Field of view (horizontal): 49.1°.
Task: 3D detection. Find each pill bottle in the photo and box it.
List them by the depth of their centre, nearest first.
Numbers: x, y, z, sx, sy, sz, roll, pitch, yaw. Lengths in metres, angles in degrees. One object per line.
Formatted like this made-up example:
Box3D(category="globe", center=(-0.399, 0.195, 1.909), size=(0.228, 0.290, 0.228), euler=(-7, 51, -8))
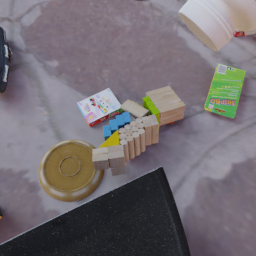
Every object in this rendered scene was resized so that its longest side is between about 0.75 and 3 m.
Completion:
Box3D(category="pill bottle", center=(2.533, -3.102, 5.729), size=(2.992, 1.657, 1.657), euler=(-45, 66, 14))

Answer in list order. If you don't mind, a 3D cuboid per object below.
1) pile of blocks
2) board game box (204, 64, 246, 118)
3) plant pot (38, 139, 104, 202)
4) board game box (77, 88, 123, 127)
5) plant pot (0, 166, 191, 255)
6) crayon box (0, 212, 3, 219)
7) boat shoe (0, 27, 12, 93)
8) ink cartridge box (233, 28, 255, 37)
Box3D(category="pile of blocks", center=(0.191, 0.090, 6.926), size=(1.216, 0.920, 2.961), euler=(34, 58, 31))
Box3D(category="board game box", center=(2.722, -1.039, 7.866), size=(0.826, 0.259, 1.730), euler=(19, 60, 11))
Box3D(category="plant pot", center=(-1.381, 0.954, 6.762), size=(1.612, 0.222, 1.612), euler=(0, 60, 0))
Box3D(category="board game box", center=(-0.767, -0.572, 7.618), size=(1.013, 0.204, 0.775), euler=(-27, 64, -14))
Box3D(category="plant pot", center=(-0.312, 2.459, 4.686), size=(2.685, 2.679, 2.382), euler=(-23, 76, -13))
Box3D(category="crayon box", center=(-3.520, 2.007, 5.755), size=(1.487, 0.935, 0.384), euler=(-31, 65, -16))
Box3D(category="boat shoe", center=(-3.807, -2.021, 8.121), size=(0.798, 1.000, 2.645), euler=(23, 45, -35))
Box3D(category="ink cartridge box", center=(3.720, -3.553, 8.814), size=(0.748, 1.029, 0.745), euler=(-11, 61, -6))
